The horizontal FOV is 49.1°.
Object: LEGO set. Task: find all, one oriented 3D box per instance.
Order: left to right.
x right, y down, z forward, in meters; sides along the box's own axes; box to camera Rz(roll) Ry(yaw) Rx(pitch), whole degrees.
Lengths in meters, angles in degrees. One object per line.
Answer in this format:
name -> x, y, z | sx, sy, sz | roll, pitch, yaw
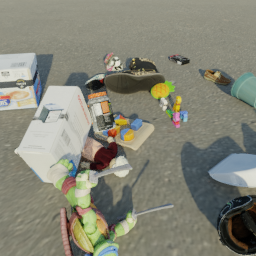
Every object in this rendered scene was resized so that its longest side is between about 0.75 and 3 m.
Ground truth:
LEGO set -> 1.981, -0.860, 11.652 | 0.699, 0.752, 1.833 | -9, 35, -14

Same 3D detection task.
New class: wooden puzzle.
wooden puzzle -> -0.123, 0.028, 10.642 | 1.805, 0.418, 1.672 | 18, 38, 24

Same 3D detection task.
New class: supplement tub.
supplement tub -> -0.843, -0.508, 8.799 | 0.719, 1.174, 0.719 | -12, 5, 1

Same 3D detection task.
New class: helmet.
helmet -> 2.804, 2.246, 6.528 | 1.402, 1.402, 1.337 | 23, 9, 30

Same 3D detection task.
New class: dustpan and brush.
dustpan and brush -> 3.865, 1.353, 8.102 | 1.744, 0.715, 2.499 | -23, 12, -40

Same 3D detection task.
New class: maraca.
maraca -> 1.619, -1.774, 13.030 | 1.160, 0.620, 0.795 | -28, 72, -9

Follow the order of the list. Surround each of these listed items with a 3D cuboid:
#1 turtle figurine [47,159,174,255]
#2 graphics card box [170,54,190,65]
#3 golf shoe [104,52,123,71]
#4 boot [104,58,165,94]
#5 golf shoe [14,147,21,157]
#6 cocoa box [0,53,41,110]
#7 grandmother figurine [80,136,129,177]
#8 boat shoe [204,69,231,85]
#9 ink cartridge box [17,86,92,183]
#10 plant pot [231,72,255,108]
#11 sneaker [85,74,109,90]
turtle figurine -> -0.608, 1.672, 6.858 | 2.052, 2.851, 2.765 | 16, 13, -44
graphics card box -> 3.113, -4.110, 16.867 | 0.673, 0.273, 1.073 | -22, 39, -30
golf shoe -> -0.648, -2.971, 13.433 | 0.842, 0.664, 1.830 | 41, 1, 1
boot -> 0.260, -2.678, 13.956 | 2.883, 1.055, 2.171 | -6, 35, -1
golf shoe -> -3.320, 0.441, 9.904 | 0.715, 0.563, 1.552 | 14, 37, 20
cocoa box -> -5.482, -2.018, 12.324 | 2.903, 1.905, 1.936 | -5, 35, -8
grandmother figurine -> -0.912, 0.863, 9.249 | 2.368, 0.717, 1.436 | 28, 70, 30
boat shoe -> 4.593, -2.652, 14.480 | 1.453, 0.537, 0.550 | 25, 41, 32
ink cartridge box -> -2.054, 0.199, 8.517 | 1.063, 1.812, 2.475 | 2, 52, 12
plant pot -> 5.516, -1.605, 12.413 | 1.296, 1.296, 1.270 | -17, 45, -23
sneaker -> -1.610, -2.310, 14.069 | 0.754, 0.568, 1.612 | 15, 35, 43
